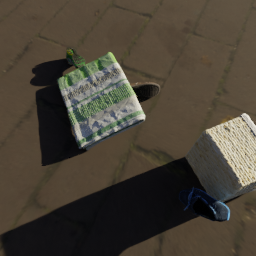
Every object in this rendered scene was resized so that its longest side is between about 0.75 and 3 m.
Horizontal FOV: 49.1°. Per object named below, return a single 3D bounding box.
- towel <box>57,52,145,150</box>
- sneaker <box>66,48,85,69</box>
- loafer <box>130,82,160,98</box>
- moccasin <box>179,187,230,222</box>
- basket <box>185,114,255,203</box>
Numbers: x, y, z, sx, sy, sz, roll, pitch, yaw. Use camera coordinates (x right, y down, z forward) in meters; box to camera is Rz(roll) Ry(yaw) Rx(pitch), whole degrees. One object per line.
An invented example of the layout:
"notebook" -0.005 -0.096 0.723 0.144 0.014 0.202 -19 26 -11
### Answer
"towel" -0.790 -0.785 7.569 1.859 0.382 2.491 -25 59 2
"sneaker" -1.591 -2.027 8.475 0.377 0.412 0.967 -10 48 -31
"loafer" 0.321 -1.131 7.884 1.192 0.435 0.423 -2 33 -15
"moccasin" 1.451 1.521 5.700 0.432 1.268 0.510 -2 93 -31
"basket" 2.231 0.745 6.117 1.166 1.437 1.450 -19 65 -19
